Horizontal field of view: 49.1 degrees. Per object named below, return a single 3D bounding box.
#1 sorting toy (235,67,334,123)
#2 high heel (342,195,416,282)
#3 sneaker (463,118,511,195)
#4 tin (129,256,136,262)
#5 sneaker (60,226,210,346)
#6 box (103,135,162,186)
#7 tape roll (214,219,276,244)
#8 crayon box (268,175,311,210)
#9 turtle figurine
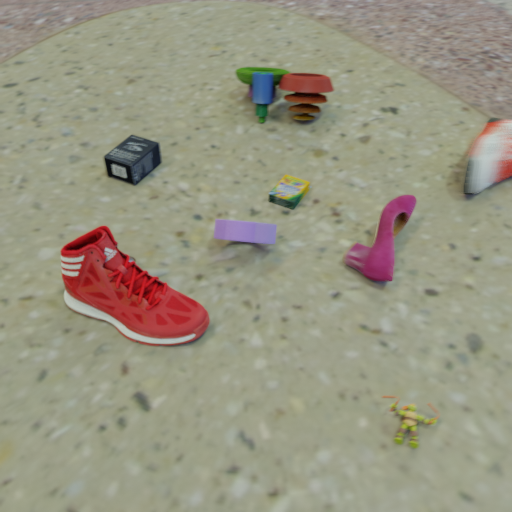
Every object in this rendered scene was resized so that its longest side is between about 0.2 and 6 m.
[{"bbox_3d":[0.596,-4.272,14.971,3.007,1.234,1.807,24,31,39],"label":"sorting toy"},{"bbox_3d":[2.724,-0.370,10.796,1.075,0.755,2.241,27,53,36],"label":"high heel"},{"bbox_3d":[5.774,-2.220,12.642,1.603,0.999,2.991,17,42,24],"label":"sneaker"},{"bbox_3d":[-2.822,0.187,10.525,1.118,0.234,0.626,2,18,2],"label":"tin"},{"bbox_3d":[-2.134,0.475,9.316,2.772,1.601,1.086,12,44,12],"label":"sneaker"},{"bbox_3d":[-2.845,-2.234,12.993,0.826,0.582,1.116,20,46,20],"label":"box"},{"bbox_3d":[-0.210,-0.466,10.746,1.180,0.387,1.180,6,2,0],"label":"tape roll"},{"bbox_3d":[0.767,-1.459,12.404,0.616,0.253,0.980,21,46,20],"label":"crayon box"},{"bbox_3d":[2.205,2.425,8.199,0.851,0.274,0.687,18,53,8],"label":"turtle figurine"}]
